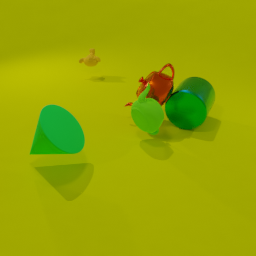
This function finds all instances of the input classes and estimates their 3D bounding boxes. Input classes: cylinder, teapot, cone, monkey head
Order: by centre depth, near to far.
[{"bbox_3d":[-2.015,0.342,6.900,1.349,1.344,1.344,-34,21,25],"label":"cone"},{"bbox_3d":[0.583,-0.448,7.806,0.791,1.615,1.004,-34,36,-23],"label":"teapot"},{"bbox_3d":[0.703,-1.160,8.588,0.983,2.008,1.249,36,29,-14],"label":"teapot"},{"bbox_3d":[2.003,-0.814,8.964,1.316,1.316,1.316,14,34,22],"label":"cylinder"},{"bbox_3d":[-1.619,-3.085,12.299,1.050,0.756,0.633,0,21,19],"label":"monkey head"}]
